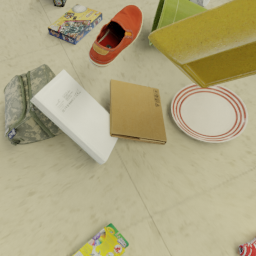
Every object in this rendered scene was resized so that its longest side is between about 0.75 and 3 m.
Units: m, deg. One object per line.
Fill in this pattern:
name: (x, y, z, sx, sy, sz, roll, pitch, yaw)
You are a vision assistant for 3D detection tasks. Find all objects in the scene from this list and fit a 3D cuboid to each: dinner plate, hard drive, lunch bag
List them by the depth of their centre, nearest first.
hard drive: (-1.224, -0.324, 7.392, 2.338, 0.307, 1.542, 45, 37, -16)
lunch bag: (-2.712, -0.601, 8.068, 1.695, 1.408, 2.020, -23, 56, 4)
dinner plate: (2.464, -0.480, 8.593, 2.310, 0.280, 2.310, 0, 55, 0)

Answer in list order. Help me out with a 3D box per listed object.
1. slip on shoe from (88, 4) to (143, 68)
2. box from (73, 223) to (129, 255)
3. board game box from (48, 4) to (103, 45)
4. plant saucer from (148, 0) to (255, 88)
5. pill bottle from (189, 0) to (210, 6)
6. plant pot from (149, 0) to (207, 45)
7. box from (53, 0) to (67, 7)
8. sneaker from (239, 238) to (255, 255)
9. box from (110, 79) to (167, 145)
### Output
slip on shoe: (-0.200, -2.247, 6.477, 0.771, 0.637, 2.082, 33, 60, 0)
box: (-0.623, 2.811, 6.316, 1.223, 0.296, 0.717, -37, 62, -20)
board game box: (-2.051, -4.136, 11.077, 1.279, 0.327, 1.888, 26, 59, 17)
plant saucer: (2.294, -1.642, 5.956, 2.888, 2.888, 0.700, -14, 78, 26)
pill bottle: (2.672, -5.832, 11.865, 1.709, 0.959, 0.959, 36, 63, 22)
plant pot: (1.964, -3.731, 10.029, 1.930, 2.032, 2.032, 14, 56, -6)
box: (-2.833, -6.422, 11.883, 0.442, 1.598, 1.995, 6, 55, 3)
sneaker: (2.838, 2.652, 6.429, 0.439, 0.278, 0.780, 28, 62, 14)
box: (0.261, -0.516, 8.333, 1.669, 0.217, 2.042, 9, 54, -18)
